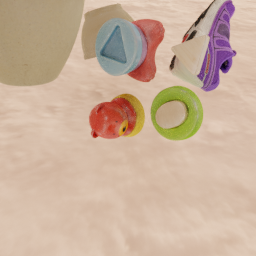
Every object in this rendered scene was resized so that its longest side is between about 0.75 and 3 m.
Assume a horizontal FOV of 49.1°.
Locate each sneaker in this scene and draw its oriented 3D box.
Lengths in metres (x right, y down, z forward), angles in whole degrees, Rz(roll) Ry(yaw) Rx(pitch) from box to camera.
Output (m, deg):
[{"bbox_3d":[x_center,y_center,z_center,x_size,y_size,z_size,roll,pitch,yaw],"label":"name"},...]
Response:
[{"bbox_3d":[1.897,-1.877,6.366,1.222,1.181,2.930,35,58,-9],"label":"sneaker"}]

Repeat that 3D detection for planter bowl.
[{"bbox_3d":[-0.672,-3.308,9.506,2.156,1.451,2.156,-15,18,5],"label":"planter bowl"}]

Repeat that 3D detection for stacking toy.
[{"bbox_3d":[0.213,-0.785,5.182,2.215,2.446,1.033,15,19,36],"label":"stacking toy"}]

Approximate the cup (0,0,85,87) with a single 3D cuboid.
[{"bbox_3d":[-1.826,-1.647,4.889,2.198,1.572,2.198,2,28,-1],"label":"cup"}]
